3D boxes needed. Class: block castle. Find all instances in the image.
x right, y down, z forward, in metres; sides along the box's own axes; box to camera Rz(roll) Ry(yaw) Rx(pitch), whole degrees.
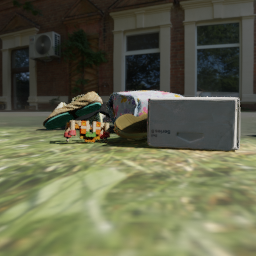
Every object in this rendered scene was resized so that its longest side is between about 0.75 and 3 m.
[{"bbox_3d":[-0.981,0.119,6.724,1.019,0.478,0.681,4,-8,-23],"label":"block castle"}]

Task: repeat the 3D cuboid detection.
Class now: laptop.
[{"bbox_3d":[-1.331,-0.368,11.763,2.368,1.223,2.099,24,13,-24],"label":"laptop"}]

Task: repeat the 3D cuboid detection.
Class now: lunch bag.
[{"bbox_3d":[0.529,-0.628,10.063,1.994,1.495,2.352,-4,16,-28],"label":"lunch bag"}]

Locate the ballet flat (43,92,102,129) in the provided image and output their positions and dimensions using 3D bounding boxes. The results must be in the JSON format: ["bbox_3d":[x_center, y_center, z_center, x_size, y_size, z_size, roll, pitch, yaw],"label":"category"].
[{"bbox_3d":[-2.071,-0.680,10.327,2.306,0.753,0.813,-22,-30,-1],"label":"ballet flat"}]

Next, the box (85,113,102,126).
[{"bbox_3d":[-1.576,-0.647,12.845,0.508,1.050,0.924,1,5,14],"label":"box"}]

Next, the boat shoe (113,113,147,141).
[{"bbox_3d":[0.186,0.045,7.323,0.718,0.619,1.968,42,24,14],"label":"boat shoe"}]

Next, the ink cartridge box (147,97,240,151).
[{"bbox_3d":[1.631,-0.183,6.624,1.814,1.047,2.493,1,5,19],"label":"ink cartridge box"}]

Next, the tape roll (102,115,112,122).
[{"bbox_3d":[-1.358,-0.627,16.816,2.285,0.417,2.285,1,4,0],"label":"tape roll"}]
